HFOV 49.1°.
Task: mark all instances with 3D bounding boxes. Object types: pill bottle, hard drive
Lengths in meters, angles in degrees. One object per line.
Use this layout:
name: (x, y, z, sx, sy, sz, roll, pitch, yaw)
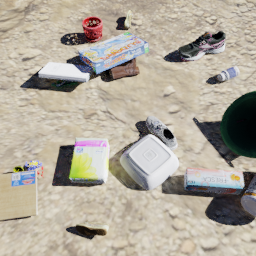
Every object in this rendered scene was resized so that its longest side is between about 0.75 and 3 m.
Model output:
pill bottle: (4.588, 2.012, 9.262, 1.039, 1.039, 1.786, 34, 62, 20)
hard drive: (-2.692, -2.491, 12.411, 2.077, 0.273, 1.370, 7, 33, 3)
pill bottle: (4.477, -2.401, 12.520, 0.884, 0.490, 0.490, -23, 59, -14)

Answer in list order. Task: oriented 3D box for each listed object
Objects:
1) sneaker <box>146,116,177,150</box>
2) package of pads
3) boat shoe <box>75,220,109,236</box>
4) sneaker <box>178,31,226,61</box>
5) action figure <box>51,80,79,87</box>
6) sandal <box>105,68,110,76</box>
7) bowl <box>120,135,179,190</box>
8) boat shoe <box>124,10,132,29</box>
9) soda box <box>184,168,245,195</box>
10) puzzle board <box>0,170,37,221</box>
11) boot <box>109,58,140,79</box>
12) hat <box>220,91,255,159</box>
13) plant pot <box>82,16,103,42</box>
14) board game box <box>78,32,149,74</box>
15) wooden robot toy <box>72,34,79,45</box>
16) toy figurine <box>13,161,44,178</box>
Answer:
sneaker: (1.337, 0.052, 10.763, 0.630, 0.691, 1.686, -33, 62, -20)
package of pads: (-1.331, 1.165, 10.101, 1.294, 0.571, 1.674, 2, 57, 3)
boat shoe: (-1.129, 3.160, 8.853, 1.076, 0.394, 0.337, 3, 24, 15)
sneaker: (3.511, -4.040, 13.266, 2.471, 1.067, 0.993, -20, 57, -12)
action figure: (-2.832, -2.046, 12.386, 1.150, 0.314, 0.679, -20, 47, -18)
sandal: (-0.855, -2.866, 12.915, 0.398, 0.239, 1.060, 4, 67, -3)
bowl: (0.784, 1.124, 10.084, 1.778, 0.665, 1.781, -36, 65, -21)
boat shoe: (0.072, -5.710, 14.778, 0.381, 0.441, 1.210, 14, 58, -2)
soda box: (2.932, 1.828, 9.630, 1.912, 0.608, 0.654, 4, 58, 3)
puzzle board: (-4.051, 2.293, 9.408, 2.027, 0.176, 1.527, -8, 66, -1)
boot: (-0.274, -2.829, 12.832, 1.376, 0.442, 1.283, -13, 58, -8)
hat: (5.418, -0.048, 11.096, 2.960, 2.605, 2.451, -43, 59, 18)
plant pot: (-1.738, -4.881, 13.916, 0.998, 0.909, 0.998, 0, 57, 0)
board game box: (-0.668, -3.536, 12.956, 2.757, 0.475, 1.866, -27, 43, -18)
wooden robot toy: (-2.664, -4.531, 14.019, 0.343, 0.353, 0.778, -7, 56, -5)
toy figurine: (-3.484, 1.441, 10.110, 1.074, 0.566, 0.643, -5, 26, 4)
